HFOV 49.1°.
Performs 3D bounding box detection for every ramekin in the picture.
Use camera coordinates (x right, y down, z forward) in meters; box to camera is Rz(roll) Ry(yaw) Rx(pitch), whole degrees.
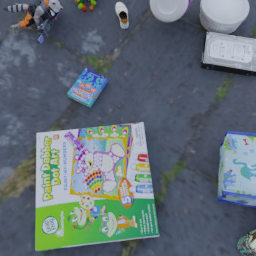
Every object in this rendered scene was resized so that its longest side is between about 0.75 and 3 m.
[{"bbox_3d":[3.122,-3.827,9.310,1.583,0.737,1.583,0,69,0],"label":"ramekin"}]

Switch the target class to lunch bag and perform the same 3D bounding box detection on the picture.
[{"bbox_3d":[3.361,1.116,7.062,2.001,1.275,1.701,5,68,12],"label":"lunch bag"}]

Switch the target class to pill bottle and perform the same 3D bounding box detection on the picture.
[{"bbox_3d":[1.402,-3.987,8.711,1.098,1.098,1.953,20,32,8],"label":"pill bottle"}]

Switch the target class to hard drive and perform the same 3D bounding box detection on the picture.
[{"bbox_3d":[3.321,-2.370,8.951,1.817,0.344,1.269,12,69,4],"label":"hard drive"}]

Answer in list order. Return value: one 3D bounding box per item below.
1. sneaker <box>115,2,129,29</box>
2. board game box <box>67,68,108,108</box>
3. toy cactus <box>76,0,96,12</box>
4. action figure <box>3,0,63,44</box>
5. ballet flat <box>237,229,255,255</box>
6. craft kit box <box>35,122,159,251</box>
[{"bbox_3d":[-0.178,-3.949,9.512,0.402,0.467,1.104,-14,68,-4],"label":"sneaker"},{"bbox_3d":[-1.225,-1.231,8.542,0.796,0.235,1.047,27,70,10],"label":"board game box"},{"bbox_3d":[-1.508,-4.694,9.746,1.109,0.687,1.344,24,87,24],"label":"toy cactus"},{"bbox_3d":[-2.982,-3.590,8.937,1.905,1.030,1.970,-10,54,21],"label":"action figure"},{"bbox_3d":[3.463,2.597,6.849,1.667,0.619,0.619,-32,72,-12],"label":"ballet flat"},{"bbox_3d":[-0.854,1.427,7.281,2.941,0.722,2.978,-7,68,0],"label":"craft kit box"}]
